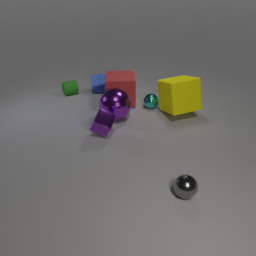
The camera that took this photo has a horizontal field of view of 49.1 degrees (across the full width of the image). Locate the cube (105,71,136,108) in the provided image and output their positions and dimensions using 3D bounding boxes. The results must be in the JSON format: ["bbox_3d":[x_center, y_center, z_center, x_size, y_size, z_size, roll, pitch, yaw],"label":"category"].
[{"bbox_3d":[-0.361,-1.876,13.490,1.400,1.400,1.400,-1,30,-2],"label":"cube"}]

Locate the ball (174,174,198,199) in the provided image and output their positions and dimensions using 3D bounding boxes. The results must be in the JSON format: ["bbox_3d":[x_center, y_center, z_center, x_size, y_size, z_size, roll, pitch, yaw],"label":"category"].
[{"bbox_3d":[1.673,1.693,8.103,0.700,0.700,0.700,0,30,0],"label":"ball"}]

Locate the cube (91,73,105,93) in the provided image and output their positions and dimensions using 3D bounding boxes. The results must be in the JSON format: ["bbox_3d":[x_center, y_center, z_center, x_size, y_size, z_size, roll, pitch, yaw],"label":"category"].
[{"bbox_3d":[-1.485,-2.326,14.624,0.700,0.700,0.700,-8,63,5],"label":"cube"}]

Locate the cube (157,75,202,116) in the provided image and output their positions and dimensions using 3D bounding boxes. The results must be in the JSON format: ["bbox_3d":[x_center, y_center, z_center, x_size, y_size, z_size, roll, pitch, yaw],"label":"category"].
[{"bbox_3d":[2.259,-1.477,12.375,1.400,1.400,1.400,-13,19,-16],"label":"cube"}]

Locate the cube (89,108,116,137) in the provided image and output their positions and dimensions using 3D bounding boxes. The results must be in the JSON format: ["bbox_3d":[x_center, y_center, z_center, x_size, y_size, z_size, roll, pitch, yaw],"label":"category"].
[{"bbox_3d":[-0.974,-0.193,10.775,0.700,0.700,0.700,25,55,-9],"label":"cube"}]

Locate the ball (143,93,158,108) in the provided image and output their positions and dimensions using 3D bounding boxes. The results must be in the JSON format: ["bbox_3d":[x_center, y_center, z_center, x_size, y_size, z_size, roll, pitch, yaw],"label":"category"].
[{"bbox_3d":[1.078,-1.271,13.166,0.700,0.700,0.700,0,30,0],"label":"ball"}]

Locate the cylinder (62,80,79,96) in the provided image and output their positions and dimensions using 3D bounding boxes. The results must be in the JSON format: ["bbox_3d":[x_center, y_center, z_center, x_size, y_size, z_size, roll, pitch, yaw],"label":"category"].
[{"bbox_3d":[-3.010,-2.100,14.588,0.700,0.700,0.700,-16,34,-25],"label":"cylinder"}]

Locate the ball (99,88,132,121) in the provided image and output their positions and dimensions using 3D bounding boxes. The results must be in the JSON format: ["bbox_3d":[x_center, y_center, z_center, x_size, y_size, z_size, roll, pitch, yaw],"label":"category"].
[{"bbox_3d":[-0.545,-1.011,12.064,1.400,1.400,1.400,0,30,0],"label":"ball"}]
